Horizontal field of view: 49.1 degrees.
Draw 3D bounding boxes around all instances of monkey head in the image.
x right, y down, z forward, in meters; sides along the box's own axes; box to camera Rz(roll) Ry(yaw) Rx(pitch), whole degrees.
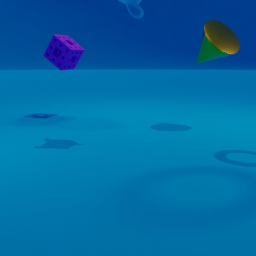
[{"bbox_3d":[-0.157,-2.915,5.806,0.965,1.341,0.808,-26,-7,-1],"label":"monkey head"}]

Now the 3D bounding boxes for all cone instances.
[{"bbox_3d":[2.447,-2.338,8.458,1.237,1.237,1.242,-7,-22,-29],"label":"cone"}]

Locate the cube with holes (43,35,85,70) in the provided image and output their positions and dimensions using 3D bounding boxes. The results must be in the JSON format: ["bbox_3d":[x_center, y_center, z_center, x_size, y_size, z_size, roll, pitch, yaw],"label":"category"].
[{"bbox_3d":[-2.311,-2.729,10.162,0.877,0.877,0.877,41,25,9],"label":"cube with holes"}]
